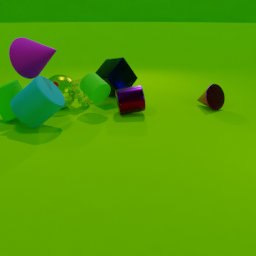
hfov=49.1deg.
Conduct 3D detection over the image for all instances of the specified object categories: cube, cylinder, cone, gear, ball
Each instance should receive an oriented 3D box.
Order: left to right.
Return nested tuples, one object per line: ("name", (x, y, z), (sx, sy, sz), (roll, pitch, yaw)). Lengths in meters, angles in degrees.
("cylinder", (-3.920, -0.925, 9.363), (1.055, 1.055, 1.055), (-22, 20, 8))
("cylinder", (-2.766, -0.793, 8.645), (1.173, 1.173, 1.173), (-37, 17, 15))
("cone", (-2.751, -2.326, 8.864), (1.351, 1.346, 1.346), (-4, 18, 30))
("ball", (-2.540, -1.371, 10.544), (1.267, 1.267, 1.267), (0, 23, 0))
("gear", (-1.739, -1.347, 10.627), (0.194, 1.051, 1.051), (-13, 19, 16))
("cylinder", (-1.155, -1.402, 9.825), (0.795, 0.795, 0.795), (-20, 50, -38))
("cube", (-0.545, -2.057, 11.526), (1.153, 1.153, 1.153), (9, 58, 47))
("cylinder", (0.078, -0.987, 9.939), (0.925, 0.925, 0.925), (-10, 24, -5))
("cone", (2.994, -1.123, 10.756), (0.980, 0.980, 0.984), (-14, 5, -30))
